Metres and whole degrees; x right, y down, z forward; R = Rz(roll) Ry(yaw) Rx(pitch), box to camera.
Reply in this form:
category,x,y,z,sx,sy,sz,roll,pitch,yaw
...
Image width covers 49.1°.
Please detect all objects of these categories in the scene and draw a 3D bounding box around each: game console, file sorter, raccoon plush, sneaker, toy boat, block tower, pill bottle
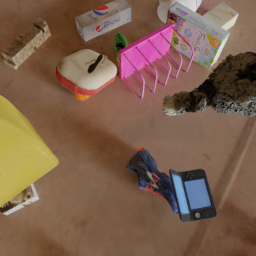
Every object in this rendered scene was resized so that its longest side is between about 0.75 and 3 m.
category,x,y,z,sx,sy,sz,roll,pitch,yaw
game console,1.745,1.749,7.486,1.174,0.814,1.376,-9,69,-5
file sorter,1.041,-2.395,10.397,2.337,1.624,1.466,-32,71,-13
raccoon plush,2.381,-0.701,6.752,2.762,1.850,1.336,-6,64,25
sneaker,-0.265,-3.387,11.395,0.522,0.590,1.411,-6,65,-2
sneaker,0.830,1.787,9.021,0.938,0.901,2.392,-36,62,-7
toy boat,-1.527,-1.738,10.176,1.635,1.637,2.505,34,38,7
block tower,-4.108,-3.467,11.407,0.621,0.665,2.299,31,70,13
pill bottle,2.410,-5.726,11.858,1.644,1.644,2.924,29,69,12
sneaker,-0.942,-1.968,8.818,0.798,0.301,0.281,-40,65,29

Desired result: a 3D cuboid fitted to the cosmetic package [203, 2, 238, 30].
category,x,y,z,sx,sy,sz,roll,pitch,yaw
cosmetic package,3.591,-4.359,11.784,1.881,0.687,0.974,-40,72,-15

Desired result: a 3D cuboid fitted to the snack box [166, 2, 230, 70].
category,x,y,z,sx,sy,sz,roll,pitch,yaw
snack box,2.530,-3.531,10.856,2.368,1.684,0.627,38,71,15

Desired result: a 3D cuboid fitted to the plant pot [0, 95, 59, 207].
category,x,y,z,sx,sy,sz,roll,pitch,yaw
plant pot,-4.124,0.433,8.353,2.542,2.618,2.559,-37,61,-15

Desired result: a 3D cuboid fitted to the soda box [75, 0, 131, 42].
category,x,y,z,sx,sy,sz,roll,pitch,yaw
soda box,-1.017,-4.598,11.831,2.312,0.789,0.734,-29,69,-11

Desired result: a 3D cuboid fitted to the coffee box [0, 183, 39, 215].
category,x,y,z,sx,sy,sz,roll,pitch,yaw
coffee box,-3.532,2.224,8.960,1.111,0.443,0.636,-27,69,-11
